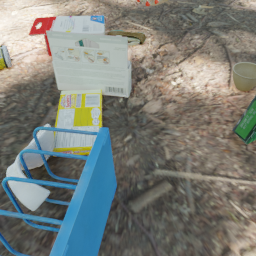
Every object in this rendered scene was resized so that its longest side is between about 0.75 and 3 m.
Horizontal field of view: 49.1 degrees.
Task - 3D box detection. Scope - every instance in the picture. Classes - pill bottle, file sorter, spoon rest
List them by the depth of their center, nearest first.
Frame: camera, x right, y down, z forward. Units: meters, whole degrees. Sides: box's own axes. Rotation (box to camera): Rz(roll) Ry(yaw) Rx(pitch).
[{"bbox_3d":[-1.438,1.587,5.470,1.761,1.992,2.871,6,44,10],"label":"file sorter"},{"bbox_3d":[-2.271,0.725,6.582,1.365,0.833,2.748,-49,26,8],"label":"spoon rest"},{"bbox_3d":[-5.290,-2.601,10.614,1.515,0.852,0.852,-13,45,-14],"label":"pill bottle"}]

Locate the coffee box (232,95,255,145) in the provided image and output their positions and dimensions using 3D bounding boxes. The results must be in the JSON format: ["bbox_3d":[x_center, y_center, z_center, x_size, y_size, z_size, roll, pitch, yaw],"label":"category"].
[{"bbox_3d":[4.268,-0.719,7.617,2.854,1.755,0.628,-21,56,-28],"label":"coffee box"}]

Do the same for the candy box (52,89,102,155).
[{"bbox_3d":[-1.470,-0.267,8.535,1.378,0.356,2.695,-4,44,-1],"label":"candy box"}]

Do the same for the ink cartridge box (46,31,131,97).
[{"bbox_3d":[-1.186,-2.125,9.114,2.570,2.231,0.560,7,44,7],"label":"ink cartridge box"}]

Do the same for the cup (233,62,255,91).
[{"bbox_3d":[4.106,-1.718,9.774,1.022,0.731,1.022,0,44,0],"label":"cup"}]

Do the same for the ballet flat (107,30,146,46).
[{"bbox_3d":[-0.078,-3.886,12.261,1.715,0.581,0.620,6,63,0],"label":"ballet flat"}]

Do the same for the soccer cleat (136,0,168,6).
[{"bbox_3d":[1.224,-4.559,8.873,1.137,1.016,2.932,-45,39,-16],"label":"soccer cleat"}]

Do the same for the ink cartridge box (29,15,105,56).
[{"bbox_3d":[-2.464,-3.932,11.875,2.987,1.004,1.735,-2,44,-3],"label":"ink cartridge box"}]
